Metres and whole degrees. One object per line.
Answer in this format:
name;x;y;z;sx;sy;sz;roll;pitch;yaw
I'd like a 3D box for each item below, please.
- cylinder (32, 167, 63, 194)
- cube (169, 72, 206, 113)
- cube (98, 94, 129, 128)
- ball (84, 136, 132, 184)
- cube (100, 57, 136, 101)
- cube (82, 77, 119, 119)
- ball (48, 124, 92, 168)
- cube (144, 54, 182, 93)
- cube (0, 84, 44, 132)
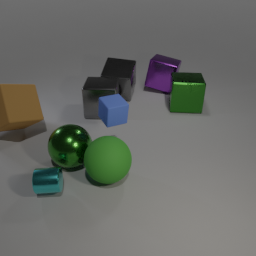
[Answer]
cylinder;-2.222;1.456;7.805;0.700;0.700;0.700;-4;31;-3
cube;2.606;-1.599;12.541;1.400;1.400;1.400;3;30;4
cube;-0.459;-0.543;8.646;0.700;0.700;0.700;-14;40;-25
ball;-0.588;0.925;8.216;1.400;1.400;1.400;0;31;0
cube;-0.420;-2.313;13.319;1.400;1.400;1.400;8;52;8
cube;-1.126;-1.309;12.065;1.400;1.400;1.400;1;31;2
ball;-1.830;0.571;8.901;1.400;1.400;1.400;0;31;0
cube;1.793;-2.808;14.302;1.400;1.400;1.400;18;30;11
cube;-4.213;-0.731;10.293;1.400;1.400;1.400;-18;-4;37
